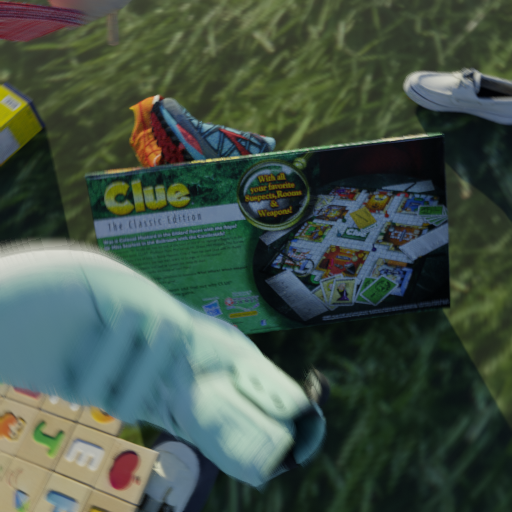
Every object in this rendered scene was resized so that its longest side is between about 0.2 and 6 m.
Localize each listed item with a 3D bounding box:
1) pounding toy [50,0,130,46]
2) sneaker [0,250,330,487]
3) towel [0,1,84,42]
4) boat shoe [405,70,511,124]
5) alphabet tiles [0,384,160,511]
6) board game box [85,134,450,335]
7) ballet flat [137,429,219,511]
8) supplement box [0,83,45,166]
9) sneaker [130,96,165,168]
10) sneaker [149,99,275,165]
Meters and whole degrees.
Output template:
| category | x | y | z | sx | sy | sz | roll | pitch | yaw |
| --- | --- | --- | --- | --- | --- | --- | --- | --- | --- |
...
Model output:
| category | x | y | z | sx | sy | sz | roll | pitch | yaw |
| --- | --- | --- | --- | --- | --- | --- | --- | --- | --- |
| pounding toy | -1.993 | -3.774 | 7.489 | 0.915 | 1.756 | 1.999 | -14 | 34 | 17 |
| sneaker | -0.745 | 0.985 | 4.649 | 1.960 | 3.323 | 1.223 | 29 | 95 | 47 |
| towel | -3.047 | -2.592 | 6.284 | 1.324 | 0.206 | 1.831 | 2 | 16 | 36 |
| boat shoe | 3.504 | -2.737 | 9.261 | 1.992 | 0.655 | 0.717 | 20 | 67 | 9 |
| alphabet tiles | -2.950 | 2.633 | 6.517 | 3.496 | 0.111 | 2.909 | 11 | 61 | 22 |
| board game box | 0.254 | -0.180 | 7.466 | 4.587 | 0.538 | 2.403 | -7 | 105 | -4 |
| ballet flat | -1.236 | 2.989 | 6.466 | 0.997 | 0.997 | 2.730 | 29 | 68 | 13 |
| supplement box | -4.111 | -2.047 | 8.951 | 0.644 | 0.640 | 1.176 | 34 | 70 | 15 |
| sneaker | -1.612 | -1.637 | 8.871 | 0.718 | 0.679 | 1.861 | -19 | 64 | 20 |
| sneaker | -0.349 | -1.359 | 8.203 | 2.710 | 1.075 | 1.294 | 44 | 71 | -9 |
